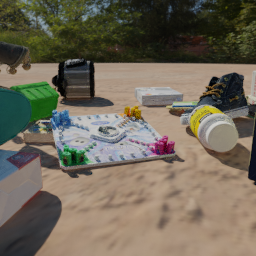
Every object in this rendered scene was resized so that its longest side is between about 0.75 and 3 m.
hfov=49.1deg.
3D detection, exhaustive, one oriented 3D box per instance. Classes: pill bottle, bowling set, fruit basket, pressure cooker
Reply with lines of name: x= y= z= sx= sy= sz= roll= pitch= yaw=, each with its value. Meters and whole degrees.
pill bottle: x=1.928 y=0.002 z=6.368 sx=0.825 sy=0.825 sz=1.468 roll=0 pitch=16 yaw=0
bowling set: x=-3.301 y=-2.056 z=8.533 sx=1.485 sy=0.797 sz=1.034 roll=7 pitch=18 yaw=22
fruit basket: x=-3.356 y=-0.892 z=9.153 sx=1.772 sy=1.278 sz=1.772 roll=14 pitch=23 yaw=-6
pressure cooker: x=-2.447 y=-2.168 z=12.599 sx=1.918 sy=1.713 sz=1.687 roll=-2 pitch=-21 yaw=-4

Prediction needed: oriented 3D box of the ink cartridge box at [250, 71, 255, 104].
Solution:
ink cartridge box: x=5.266 y=-1.168 z=9.376 sx=1.427 sy=1.465 sz=2.279 roll=-6 pitch=16 yaw=-16

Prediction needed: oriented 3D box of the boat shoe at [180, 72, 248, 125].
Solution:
boat shoe: x=2.513 y=-0.875 z=8.232 sx=3.003 sy=1.363 sz=1.063 roll=-12 pitch=7 yaw=-42

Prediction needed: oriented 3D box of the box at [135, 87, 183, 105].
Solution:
box: x=1.256 y=-1.413 z=12.128 sx=1.697 sy=0.448 sz=2.177 roll=-2 pitch=15 yaw=-7

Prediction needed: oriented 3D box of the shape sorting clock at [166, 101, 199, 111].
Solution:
shape sorting clock: x=2.143 y=-0.723 z=9.897 sx=1.598 sy=0.313 sz=1.598 roll=-3 pitch=12 yaw=1

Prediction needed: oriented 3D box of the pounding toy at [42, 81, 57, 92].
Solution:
pounding toy: x=-3.855 y=-1.954 z=13.513 sx=1.280 sy=0.734 sz=0.732 roll=10 pitch=23 yaw=31

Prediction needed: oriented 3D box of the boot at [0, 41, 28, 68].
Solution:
boot: x=-3.561 y=-2.170 z=6.783 sx=1.649 sy=0.658 sz=1.814 roll=9 pitch=-18 yaw=42

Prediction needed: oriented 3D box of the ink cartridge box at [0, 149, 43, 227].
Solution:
ink cartridge box: x=-2.361 y=0.747 z=4.083 sx=1.861 sy=0.628 sz=1.084 roll=5 pitch=17 yaw=14

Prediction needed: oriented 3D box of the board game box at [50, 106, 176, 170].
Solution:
board game box: x=-0.463 y=0.060 z=6.413 sx=2.384 sy=0.308 sz=2.384 roll=-4 pitch=26 yaw=-19

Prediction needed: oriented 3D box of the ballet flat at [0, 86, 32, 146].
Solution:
ballet flat: x=-2.515 y=0.016 z=3.756 sx=1.023 sy=1.017 sz=2.990 roll=1 pitch=18 yaw=13

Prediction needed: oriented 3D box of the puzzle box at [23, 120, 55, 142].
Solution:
puzzle box: x=-1.566 y=0.062 z=7.245 sx=1.888 sy=0.240 sz=1.256 roll=0 pitch=16 yaw=0

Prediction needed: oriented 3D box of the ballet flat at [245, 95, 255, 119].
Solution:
ballet flat: x=3.974 y=-0.809 z=9.546 sx=0.731 sy=0.731 sz=2.002 roll=-5 pitch=16 yaw=-17

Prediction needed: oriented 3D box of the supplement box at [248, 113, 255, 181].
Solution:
supplement box: x=3.362 y=-0.188 z=4.179 sx=2.356 sy=2.358 sz=1.583 roll=13 pitch=20 yaw=40
